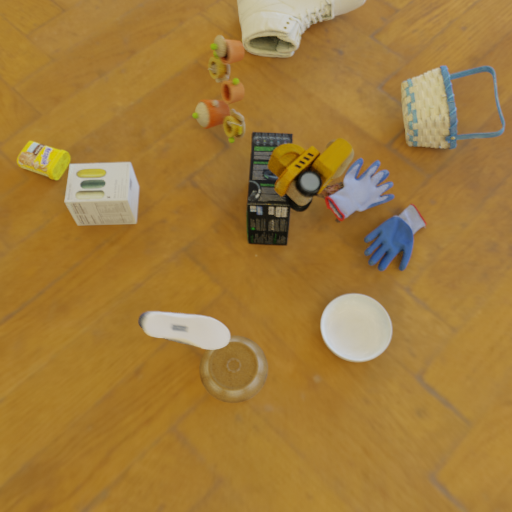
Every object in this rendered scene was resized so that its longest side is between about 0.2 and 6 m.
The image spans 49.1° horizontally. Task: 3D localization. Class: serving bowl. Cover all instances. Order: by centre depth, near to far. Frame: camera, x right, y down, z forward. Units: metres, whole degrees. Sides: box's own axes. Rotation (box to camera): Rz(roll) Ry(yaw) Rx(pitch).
[{"bbox_3d":[1.915,1.443,10.903,1.363,0.448,1.363,0,64,0],"label":"serving bowl"}]

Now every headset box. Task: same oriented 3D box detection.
[{"bbox_3d":[0.287,-1.426,11.660,0.877,1.646,1.891,3,63,1],"label":"headset box"}]

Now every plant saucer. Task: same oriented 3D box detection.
[{"bbox_3d":[-0.436,2.119,10.686,1.321,0.234,1.321,0,64,0],"label":"plant saucer"}]

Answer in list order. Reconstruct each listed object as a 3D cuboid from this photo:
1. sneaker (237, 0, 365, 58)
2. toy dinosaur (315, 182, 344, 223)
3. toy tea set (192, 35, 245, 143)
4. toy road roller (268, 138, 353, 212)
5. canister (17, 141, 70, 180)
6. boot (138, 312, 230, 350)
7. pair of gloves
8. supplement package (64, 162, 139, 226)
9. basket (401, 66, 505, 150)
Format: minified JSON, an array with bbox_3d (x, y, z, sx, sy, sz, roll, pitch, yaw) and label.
[{"bbox_3d":[1.248,-5.967,14.259,3.399,1.252,1.964,-7,65,7],"label":"sneaker"},{"bbox_3d":[1.969,-1.393,12.006,1.492,1.011,0.640,-34,68,-16],"label":"toy dinosaur"},{"bbox_3d":[-0.880,-3.670,12.318,0.844,2.282,1.357,-16,34,-28],"label":"toy tea set"},{"bbox_3d":[0.920,-1.675,10.290,1.116,0.939,1.529,44,71,6],"label":"toy road roller"},{"bbox_3d":[-4.841,-2.179,12.742,0.955,0.413,0.709,19,65,10],"label":"canister"},{"bbox_3d":[-1.244,1.222,9.644,1.528,0.690,0.556,17,85,-20],"label":"boot"},{"bbox_3d":[2.563,-0.840,11.726,1.934,0.274,2.406,-38,94,-29],"label":"pair of gloves"},{"bbox_3d":[-3.264,-1.316,11.984,1.295,0.976,0.983,-2,63,-1],"label":"supplement package"},{"bbox_3d":[4.395,-3.389,12.674,2.091,1.455,1.844,-6,63,19],"label":"basket"}]
